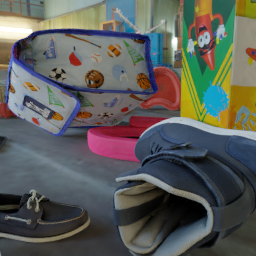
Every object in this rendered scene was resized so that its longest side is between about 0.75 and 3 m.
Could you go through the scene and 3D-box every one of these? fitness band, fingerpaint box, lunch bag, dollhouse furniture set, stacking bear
[{"bbox_3d":[0.434,0.209,5.685,2.542,0.476,1.826,4,17,18],"label":"fitness band"},{"bbox_3d":[2.279,-1.212,4.336,2.932,2.446,1.076,-9,16,-26],"label":"fingerpaint box"},{"bbox_3d":[-1.118,-0.884,6.037,2.749,1.702,2.337,0,-19,-26],"label":"lunch bag"},{"bbox_3d":[-4.527,-0.967,8.836,2.741,1.115,1.475,1,14,5],"label":"dollhouse furniture set"},{"bbox_3d":[1.473,-1.558,10.802,1.606,1.504,2.645,4,10,16],"label":"stacking bear"}]

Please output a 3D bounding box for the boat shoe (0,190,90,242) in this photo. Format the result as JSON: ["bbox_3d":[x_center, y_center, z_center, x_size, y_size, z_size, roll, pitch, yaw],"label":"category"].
[{"bbox_3d":[-1.079,0.890,2.978,1.333,0.418,0.484,0,14,0],"label":"boat shoe"}]

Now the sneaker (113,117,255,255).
[{"bbox_3d":[0.377,0.538,3.331,1.814,0.955,2.510,-19,11,-31],"label":"sneaker"}]

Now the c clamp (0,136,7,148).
[{"bbox_3d":[-3.117,0.314,5.846,1.081,0.171,1.265,0,12,-20],"label":"c clamp"}]
